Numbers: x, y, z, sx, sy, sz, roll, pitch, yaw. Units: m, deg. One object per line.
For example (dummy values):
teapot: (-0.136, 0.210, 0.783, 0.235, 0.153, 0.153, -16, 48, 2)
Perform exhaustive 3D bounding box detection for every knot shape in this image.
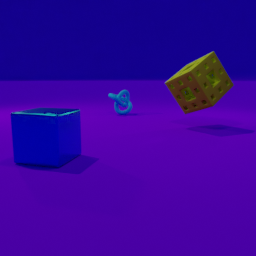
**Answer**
knot shape: (-0.241, -1.185, 12.053, 0.534, 1.156, 1.082, -37, 6, 44)

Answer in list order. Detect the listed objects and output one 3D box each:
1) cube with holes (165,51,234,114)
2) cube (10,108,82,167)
cube with holes: (2.233, -1.383, 8.824, 1.247, 1.247, 1.247, -40, 12, -28)
cube: (-1.577, 0.139, 5.551, 0.978, 0.978, 0.978, 3, 11, 16)
